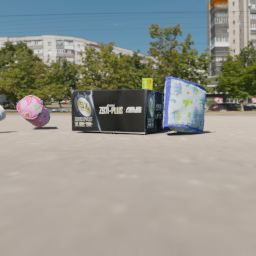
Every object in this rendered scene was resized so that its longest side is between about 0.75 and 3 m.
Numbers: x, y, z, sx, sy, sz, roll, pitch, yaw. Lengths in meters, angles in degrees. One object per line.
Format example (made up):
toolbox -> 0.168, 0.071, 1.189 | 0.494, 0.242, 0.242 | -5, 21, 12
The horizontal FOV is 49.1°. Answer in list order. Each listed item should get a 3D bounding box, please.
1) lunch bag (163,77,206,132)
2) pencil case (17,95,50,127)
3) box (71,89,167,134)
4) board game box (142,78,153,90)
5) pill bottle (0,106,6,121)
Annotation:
lunch bag -> 1.181, -0.479, 6.310 | 0.813, 1.085, 1.276 | -1, -6, 36
pencil case -> -2.840, -0.483, 8.622 | 0.757, 0.757, 1.732 | 0, -9, -8
box -> -0.054, -0.442, 7.428 | 1.936, 1.018, 2.364 | 2, 3, 23
board game box -> 0.560, -1.261, 8.228 | 0.184, 0.393, 0.774 | 0, 9, -6
pill bottle -> -3.354, -0.234, 6.617 | 0.475, 0.475, 0.834 | 2, 23, 28
